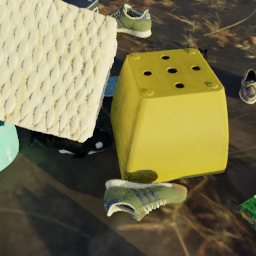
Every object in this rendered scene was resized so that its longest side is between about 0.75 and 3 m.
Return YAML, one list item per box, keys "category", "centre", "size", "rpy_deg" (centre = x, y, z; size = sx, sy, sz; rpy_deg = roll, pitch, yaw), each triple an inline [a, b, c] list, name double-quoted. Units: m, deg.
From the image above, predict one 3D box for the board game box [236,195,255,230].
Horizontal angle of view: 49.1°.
- category: "board game box"
  centre: [4.031, 2.556, 6.333]
  size: [1.463, 0.328, 2.793]
  rpy_deg: [-25, 50, -21]

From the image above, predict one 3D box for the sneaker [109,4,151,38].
- category: "sneaker"
  centre: [-0.231, -5.336, 13.486]
  size: [2.935, 1.318, 0.984]
  rpy_deg: [17, 48, 17]

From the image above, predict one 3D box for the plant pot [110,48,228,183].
- category: "plant pot"
  centre: [1.097, -0.515, 7.776]
  size: [2.947, 2.600, 2.947]
  rpy_deg: [-6, 46, -7]

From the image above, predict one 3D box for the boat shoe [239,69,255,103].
- category: "boat shoe"
  centre: [4.477, -1.552, 10.294]
  size: [0.593, 0.491, 1.651]
  rpy_deg: [13, 46, 13]

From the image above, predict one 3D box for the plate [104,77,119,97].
- category: "plate"
  centre: [-0.590, -1.503, 10.399]
  size: [1.281, 0.164, 1.281]
  rpy_deg: [-5, 42, 5]

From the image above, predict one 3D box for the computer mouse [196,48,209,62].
- category: "computer mouse"
  centre: [2.865, -3.324, 12.194]
  size: [1.365, 0.314, 0.958]
  rpy_deg: [12, 47, 11]

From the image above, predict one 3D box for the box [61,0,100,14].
- category: "box"
  centre: [-2.143, -2.649, 9.721]
  size: [1.720, 2.768, 2.790]
  rpy_deg: [13, 46, 18]

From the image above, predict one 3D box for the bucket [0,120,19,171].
- category: "bucket"
  centre: [-4.250, 0.198, 7.854]
  size: [2.277, 1.481, 2.277]
  rpy_deg: [0, 45, 0]

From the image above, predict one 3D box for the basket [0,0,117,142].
- category: "basket"
  centre: [-1.756, -1.308, 6.236]
  size: [2.718, 2.742, 2.205]
  rpy_deg: [15, 1, -8]

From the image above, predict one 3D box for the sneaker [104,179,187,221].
- category: "sneaker"
  centre: [0.396, 1.841, 6.838]
  size: [2.043, 0.685, 0.917]
  rpy_deg: [4, 52, 5]

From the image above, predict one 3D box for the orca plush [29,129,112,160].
- category: "orca plush"
  centre: [-1.756, 0.121, 8.335]
  size: [2.513, 0.893, 1.322]
  rpy_deg: [14, 47, 13]
